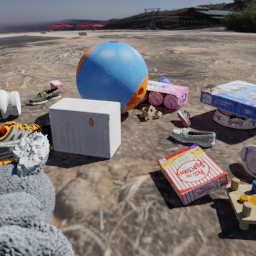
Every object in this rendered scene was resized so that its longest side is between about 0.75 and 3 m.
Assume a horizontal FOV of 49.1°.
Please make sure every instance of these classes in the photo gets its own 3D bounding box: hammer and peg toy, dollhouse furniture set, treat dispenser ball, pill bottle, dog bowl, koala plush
[{"bbox_3d":[3.238,1.687,6.286,1.829,0.645,1.345,1,23,3],"label":"hammer and peg toy"},{"bbox_3d":[0.910,-0.538,11.759,0.674,0.424,0.762,33,-22,-23],"label":"dollhouse furniture set"},{"bbox_3d":[-0.649,-2.045,11.628,3.005,3.005,3.005,0,24,0],"label":"treat dispenser ball"},{"bbox_3d":[-5.534,-0.936,11.401,2.063,1.200,1.200,-6,25,-13],"label":"pill bottle"},{"bbox_3d":[4.400,-0.581,11.243,1.834,0.676,1.834,1,25,0],"label":"dog bowl"},{"bbox_3d":[-2.003,1.583,4.683,2.619,2.528,2.850,10,23,-7],"label":"koala plush"}]

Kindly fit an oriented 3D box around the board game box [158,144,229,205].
[{"bbox_3d":[1.648,1.149,7.370,1.228,0.375,1.621,-24,28,-5],"label":"board game box"}]

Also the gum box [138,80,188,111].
[{"bbox_3d":[1.523,-1.545,13.159,2.476,0.819,1.405,15,28,29],"label":"gum box"}]

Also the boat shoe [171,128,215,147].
[{"bbox_3d":[2.227,0.240,9.643,1.535,0.492,0.566,16,29,31],"label":"boat shoe"}]

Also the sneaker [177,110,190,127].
[{"bbox_3d":[2.302,-0.422,11.087,0.418,0.352,0.955,-18,36,-4],"label":"sneaker"}]

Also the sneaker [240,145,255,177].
[{"bbox_3d":[4.090,1.127,7.648,1.075,0.808,2.159,8,15,-35],"label":"sneaker"}]

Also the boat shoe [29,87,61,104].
[{"bbox_3d":[-4.057,-1.570,13.603,0.615,0.519,1.725,18,30,35],"label":"boat shoe"}]

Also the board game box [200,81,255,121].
[{"bbox_3d":[4.678,-1.174,11.056,2.547,0.555,2.559,-17,30,-33],"label":"board game box"}]

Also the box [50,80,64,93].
[{"bbox_3d":[-3.850,-2.233,15.127,0.439,0.475,0.926,-14,29,-28],"label":"box"}]

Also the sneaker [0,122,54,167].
[{"bbox_3d":[-3.379,0.307,8.755,1.146,1.131,2.928,18,28,37],"label":"sneaker"}]

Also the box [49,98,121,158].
[{"bbox_3d":[-1.332,-0.038,8.999,2.000,1.523,1.064,7,25,14],"label":"box"}]

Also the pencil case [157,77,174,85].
[{"bbox_3d":[2.019,-2.256,14.932,0.722,0.649,1.662,21,18,-16],"label":"pencil case"}]
